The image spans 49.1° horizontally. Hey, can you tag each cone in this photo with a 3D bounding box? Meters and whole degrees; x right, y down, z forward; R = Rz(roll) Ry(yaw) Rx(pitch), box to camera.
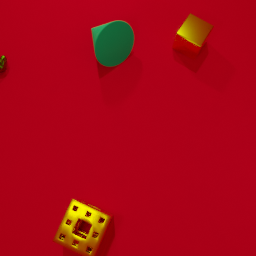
[{"bbox_3d":[-0.733,-2.679,8.190,1.316,1.316,1.321,-39,53,-9],"label":"cone"}]

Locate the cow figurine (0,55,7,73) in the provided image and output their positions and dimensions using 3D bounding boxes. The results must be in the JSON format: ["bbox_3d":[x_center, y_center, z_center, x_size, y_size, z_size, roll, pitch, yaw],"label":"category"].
[{"bbox_3d":[-3.957,-1.699,8.032,0.896,0.492,0.882,9,87,-15],"label":"cow figurine"}]

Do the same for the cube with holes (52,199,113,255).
[{"bbox_3d":[-1.024,2.370,6.715,0.994,0.994,0.994,23,77,6],"label":"cube with holes"}]

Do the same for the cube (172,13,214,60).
[{"bbox_3d":[1.858,-2.619,8.098,0.794,0.794,0.794,32,78,8],"label":"cube"}]
